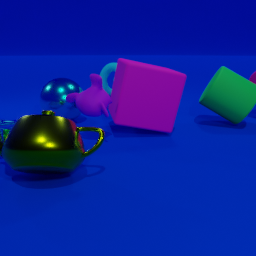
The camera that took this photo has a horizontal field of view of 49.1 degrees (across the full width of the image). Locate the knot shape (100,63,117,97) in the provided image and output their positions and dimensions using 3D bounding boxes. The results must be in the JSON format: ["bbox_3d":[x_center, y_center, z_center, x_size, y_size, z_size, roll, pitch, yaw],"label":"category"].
[{"bbox_3d":[0.019,-1.396,8.481,1.681,0.777,1.573,29,-28,-15],"label":"knot shape"}]

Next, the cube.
[{"bbox_3d":[0.371,-0.791,6.556,1.336,1.336,1.336,9,16,-13],"label":"cube"}]

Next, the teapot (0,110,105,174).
[{"bbox_3d":[-1.273,0.191,4.145,1.878,0.920,1.168,-2,-17,4],"label":"teapot"}]

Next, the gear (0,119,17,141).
[{"bbox_3d":[-2.704,0.085,5.477,1.936,0.358,1.936,1,6,0],"label":"gear"}]

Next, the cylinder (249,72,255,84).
[{"bbox_3d":[4.040,-1.180,7.721,0.996,0.996,0.996,-14,20,-25],"label":"cylinder"}]

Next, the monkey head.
[{"bbox_3d":[-0.740,-0.638,5.722,1.113,0.801,0.671,22,48,26],"label":"monkey head"}]

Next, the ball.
[{"bbox_3d":[-1.725,-0.731,7.404,1.181,1.181,1.181,0,16,0],"label":"ball"}]

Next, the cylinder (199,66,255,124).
[{"bbox_3d":[2.549,-0.821,7.084,1.091,1.091,1.091,31,21,4],"label":"cylinder"}]
